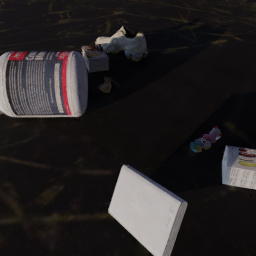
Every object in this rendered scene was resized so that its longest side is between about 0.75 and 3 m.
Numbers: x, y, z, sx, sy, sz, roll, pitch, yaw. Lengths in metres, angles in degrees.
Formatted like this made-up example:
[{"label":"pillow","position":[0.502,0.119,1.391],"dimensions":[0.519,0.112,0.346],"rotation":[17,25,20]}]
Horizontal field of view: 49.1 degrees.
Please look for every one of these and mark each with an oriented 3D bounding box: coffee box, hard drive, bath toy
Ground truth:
[{"label":"coffee box","position":[-1.471,-3.128,12.501],"dimensions":[0.900,0.627,1.573],"rotation":[-10,39,-13]},{"label":"hard drive","position":[0.301,1.590,5.562],"dimensions":[0.229,1.151,1.745],"rotation":[12,9,-39]},{"label":"bath toy","position":[2.345,0.312,8.194],"dimensions":[1.159,0.428,0.504],"rotation":[-28,46,-32]}]

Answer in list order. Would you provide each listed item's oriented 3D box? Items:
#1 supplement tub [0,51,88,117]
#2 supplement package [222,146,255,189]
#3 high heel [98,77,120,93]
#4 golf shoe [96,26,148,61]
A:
[{"label":"supplement tub","position":[-2.895,-1.392,9.037],"dimensions":[2.988,2.097,2.097],"rotation":[0,37,0]},{"label":"supplement package","position":[2.893,0.990,7.126],"dimensions":[0.866,0.637,0.828],"rotation":[8,38,12]},{"label":"high heel","position":[-0.943,-1.705,10.794],"dimensions":[0.796,0.399,1.117],"rotation":[34,32,28]},{"label":"golf shoe","position":[-0.330,-4.227,13.329],"dimensions":[2.886,1.403,1.130],"rotation":[20,44,26]}]
